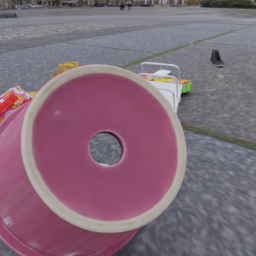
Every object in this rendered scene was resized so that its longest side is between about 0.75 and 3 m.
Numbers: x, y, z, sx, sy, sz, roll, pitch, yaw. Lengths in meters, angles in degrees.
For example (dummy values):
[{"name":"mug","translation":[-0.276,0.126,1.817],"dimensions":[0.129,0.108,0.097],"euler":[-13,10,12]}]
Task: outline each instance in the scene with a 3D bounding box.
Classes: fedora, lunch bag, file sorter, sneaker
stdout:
[{"name":"fedora","translation":[-2.760,-2.701,13.303],"dimensions":[1.885,0.769,1.885],"euler":[0,27,0]},{"name":"lunch bag","translation":[-2.621,-0.263,5.703],"dimensions":[1.214,0.565,1.378],"euler":[-22,27,55]},{"name":"file sorter","translation":[0.779,-0.875,8.238],"dimensions":[1.287,1.155,1.854],"euler":[9,64,17]},{"name":"sneaker","translation":[4.997,-3.954,15.792],"dimensions":[0.542,0.769,1.449],"euler":[-3,27,-7]}]

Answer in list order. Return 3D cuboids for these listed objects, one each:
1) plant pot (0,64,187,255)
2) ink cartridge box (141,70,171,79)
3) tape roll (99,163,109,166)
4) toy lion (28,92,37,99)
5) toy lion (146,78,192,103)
[{"name":"plant pot","translation":[-0.574,0.493,3.810],"dimensions":[2.703,2.703,2.419],"euler":[-15,-12,-27]},{"name":"ink cartridge box","translation":[1.304,-2.594,13.607],"dimensions":[1.325,0.378,1.077],"euler":[16,31,21]},{"name":"tape roll","translation":[-0.681,1.170,5.975],"dimensions":[1.008,0.352,1.008],"euler":[0,27,0]},{"name":"toy lion","translation":[-3.598,-1.223,10.921],"dimensions":[0.993,0.341,0.952],"euler":[15,23,27]},{"name":"toy lion","translation":[1.294,-1.712,11.451],"dimensions":[2.536,0.871,2.431],"euler":[5,20,10]}]
